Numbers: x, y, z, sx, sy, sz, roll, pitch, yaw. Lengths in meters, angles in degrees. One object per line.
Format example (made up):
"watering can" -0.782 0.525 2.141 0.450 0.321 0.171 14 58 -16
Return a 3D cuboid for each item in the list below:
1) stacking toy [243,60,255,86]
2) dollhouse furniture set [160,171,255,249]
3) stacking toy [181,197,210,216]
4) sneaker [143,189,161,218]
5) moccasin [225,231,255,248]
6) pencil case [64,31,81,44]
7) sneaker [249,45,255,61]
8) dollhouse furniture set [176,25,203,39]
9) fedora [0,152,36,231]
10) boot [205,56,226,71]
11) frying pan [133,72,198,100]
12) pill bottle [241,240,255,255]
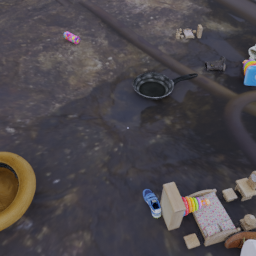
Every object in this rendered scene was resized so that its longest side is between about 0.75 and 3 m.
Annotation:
"stacking toy" 5.065 -2.440 11.445 0.917 0.867 1.580 0 35 4
"dollhouse furniture set" 2.251 1.971 7.028 2.549 1.128 1.321 -11 48 -11
"stacking toy" 1.710 1.966 7.211 0.856 0.470 0.497 -7 61 -6
"sneaker" 0.666 1.971 7.556 0.317 0.353 0.857 -19 49 -14
"moccasin" 2.948 2.795 6.773 1.225 0.448 0.473 3 38 -10
"pencil case" -2.670 -4.312 13.348 0.883 0.390 0.390 30 54 26
"sneaker" 6.116 -3.591 12.207 1.682 1.072 2.911 6 49 1
"dollhouse furniture set" 2.924 -4.729 13.621 1.201 0.531 0.622 -4 47 -3
"fedora" -3.489 1.767 7.302 2.434 0.993 2.434 -1 47 1
"boot" 3.701 -2.762 11.941 0.833 0.331 0.957 6 50 4
"frying pan" 1.346 -1.842 11.045 2.558 0.416 1.547 -31 55 -28
"pill bottle" 3.851 3.119 5.690 2.707 1.535 1.535 5 47 5
